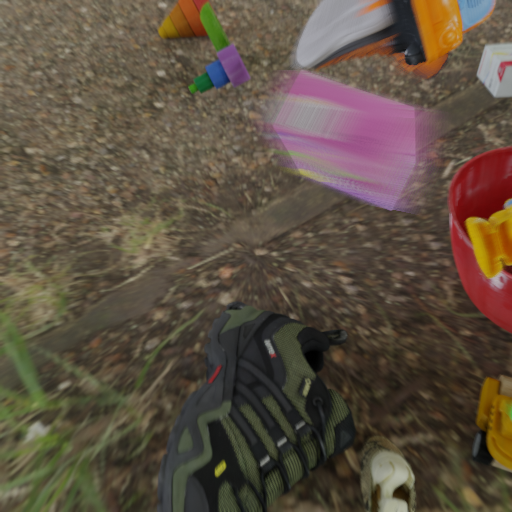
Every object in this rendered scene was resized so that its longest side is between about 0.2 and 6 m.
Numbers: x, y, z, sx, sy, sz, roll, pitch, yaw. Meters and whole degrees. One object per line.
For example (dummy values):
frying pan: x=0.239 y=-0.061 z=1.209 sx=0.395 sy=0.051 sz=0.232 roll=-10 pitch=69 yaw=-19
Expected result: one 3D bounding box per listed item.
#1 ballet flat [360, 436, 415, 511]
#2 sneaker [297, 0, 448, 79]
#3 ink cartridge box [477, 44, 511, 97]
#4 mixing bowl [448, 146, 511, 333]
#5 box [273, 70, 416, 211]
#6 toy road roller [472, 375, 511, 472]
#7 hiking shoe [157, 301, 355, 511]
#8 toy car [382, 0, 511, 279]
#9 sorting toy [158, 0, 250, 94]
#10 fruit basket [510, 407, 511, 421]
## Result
ballet flat: x=1.350 y=2.505 z=5.582 sx=0.582 sy=0.646 sz=1.716 roll=12 pitch=46 yaw=1
sneaker: x=1.779 y=-3.067 z=8.132 sx=1.604 sy=1.111 sz=2.864 roll=18 pitch=2 yaw=-24
ink cartridge box: x=5.216 y=-3.888 z=11.715 sx=0.712 sy=0.715 sz=0.984 roll=-6 pitch=46 yaw=-6
mixing bowl: x=3.811 y=0.044 z=7.304 sx=2.952 sy=1.599 sz=2.952 roll=1 pitch=46 yaw=-1
box: x=0.763 y=-0.906 z=4.585 sx=0.934 sy=1.062 sz=0.513 roll=26 pitch=87 yaw=20
toy road roller: x=2.899 y=1.774 z=6.116 sx=0.753 sy=0.894 sz=1.225 roll=16 pitch=48 yaw=15
hiking shoe: x=0.130 y=1.878 z=5.721 sx=1.742 sy=1.310 sz=3.460 roll=5 pitch=45 yaw=10
toy car: x=2.245 y=-1.667 z=5.820 sx=1.147 sy=3.446 sz=1.690 roll=-21 pitch=6 yaw=11
sorting toy: x=-1.333 y=-4.675 z=12.369 sx=1.441 sy=1.451 sz=4.185 roll=-27 pitch=45 yaw=7
fruit basket: x=2.150 y=1.065 z=3.883 sx=1.216 sy=1.216 sz=0.877 roll=-12 pitch=35 yaw=-11
